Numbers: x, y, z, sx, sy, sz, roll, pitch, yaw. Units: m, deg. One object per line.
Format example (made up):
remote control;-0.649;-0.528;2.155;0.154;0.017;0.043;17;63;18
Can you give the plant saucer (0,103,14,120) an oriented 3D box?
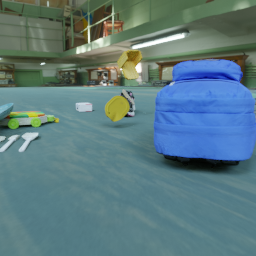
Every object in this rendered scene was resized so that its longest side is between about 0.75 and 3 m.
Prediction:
plant saucer;-4.680;-0.311;9.381;1.875;0.257;1.875;-20;21;8

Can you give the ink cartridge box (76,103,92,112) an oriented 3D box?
ink cartridge box;-2.313;-1.095;14.706;0.687;0.398;0.931;-4;9;-20

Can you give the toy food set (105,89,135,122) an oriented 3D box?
toy food set;-0.372;-0.705;9.828;1.257;0.740;0.411;-46;6;-33

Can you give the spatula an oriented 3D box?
spatula;-3.172;0.372;7.582;1.287;0.149;1.850;-1;10;-10

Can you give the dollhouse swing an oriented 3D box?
dollhouse swing;0.201;-2.527;11.226;0.940;0.826;0.854;-15;-24;-45

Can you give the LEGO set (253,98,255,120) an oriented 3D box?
LEGO set;5.250;-1.113;12.414;2.196;1.272;1.688;10;15;44

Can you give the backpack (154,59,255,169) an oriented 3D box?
backpack;1.574;-0.348;6.001;2.120;2.189;2.609;-2;10;23

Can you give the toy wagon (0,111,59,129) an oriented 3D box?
toy wagon;-3.755;-0.357;10.656;2.205;0.436;1.711;-5;12;-26

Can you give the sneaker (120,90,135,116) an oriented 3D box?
sneaker;-0.179;-1.222;13.361;1.017;1.093;2.531;-1;14;2
